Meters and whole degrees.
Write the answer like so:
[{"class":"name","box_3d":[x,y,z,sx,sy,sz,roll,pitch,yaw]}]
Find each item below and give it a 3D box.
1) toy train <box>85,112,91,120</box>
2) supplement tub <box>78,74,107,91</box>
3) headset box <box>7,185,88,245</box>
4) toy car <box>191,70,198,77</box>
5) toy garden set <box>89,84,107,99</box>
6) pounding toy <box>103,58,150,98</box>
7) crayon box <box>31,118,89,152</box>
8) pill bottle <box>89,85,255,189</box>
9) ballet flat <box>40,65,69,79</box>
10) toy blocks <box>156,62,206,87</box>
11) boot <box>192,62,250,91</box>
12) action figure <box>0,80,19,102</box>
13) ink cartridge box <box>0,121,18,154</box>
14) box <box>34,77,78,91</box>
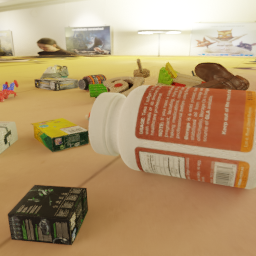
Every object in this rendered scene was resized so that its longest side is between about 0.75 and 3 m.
[{"class":"toy train","box_3d":[-0.208,-0.595,7.979,1.539,0.570,2.049,7,19,21]},{"class":"supplement tub","box_3d":[-1.551,-1.957,12.195,0.688,0.688,1.286,13,22,36]},{"class":"headset box","box_3d":[-0.919,0.981,3.261,0.752,0.349,0.655,2,18,7]},{"class":"toy car","box_3d":[2.838,-2.089,12.267,0.697,0.883,0.726,13,21,35]},{"class":"toy garden set","box_3d":[-0.596,-1.384,10.858,1.788,0.428,2.145,-4,17,-7]},{"class":"pounding toy","box_3d":[-0.181,-1.126,7.229,1.171,1.175,2.049,-2,29,18]},{"class":"crayon box","box_3d":[-1.510,0.111,6.101,0.819,0.328,1.290,-12,22,-34]},{"class":"pill bottle","box_3d":[0.745,0.052,4.446,2.539,1.424,1.424,7,19,20]},{"class":"ballet flat","box_3d":[-4.122,-3.053,15.476,0.865,0.817,2.566,1,17,18]},{"class":"toy blocks","box_3d":[1.774,-0.795,7.691,1.969,1.439,2.880,15,28,15]},{"class":"boot","box_3d":[1.964,-1.119,7.011,1.655,0.570,1.775,28,39,35]},{"class":"action figure","box_3d":[-4.634,-1.382,10.720,0.632,0.499,1.932,-8,23,-6]},{"class":"ink cartridge box","box_3d":[-2.797,0.209,5.586,0.777,0.440,1.060,0,17,1]},{"class":"box","box_3d":[-3.331,-2.077,13.040,1.651,0.399,1.307,15,23,39]}]
